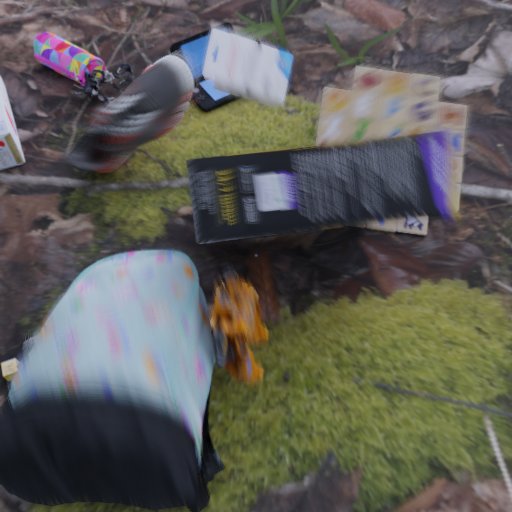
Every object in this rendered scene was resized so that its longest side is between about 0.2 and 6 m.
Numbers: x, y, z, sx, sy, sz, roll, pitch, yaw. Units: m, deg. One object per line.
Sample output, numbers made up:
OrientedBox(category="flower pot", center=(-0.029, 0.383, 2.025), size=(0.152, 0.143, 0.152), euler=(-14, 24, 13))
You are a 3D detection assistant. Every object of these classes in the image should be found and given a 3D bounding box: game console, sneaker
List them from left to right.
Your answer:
OrientedBox(category="sneaker", center=(-2.451, -2.588, 10.914), size=(1.178, 3.058, 1.252), euler=(46, 21, -7))
OrientedBox(category="game console", center=(-0.898, -4.395, 13.031), size=(1.693, 0.986, 1.489), euler=(-29, 61, -17))

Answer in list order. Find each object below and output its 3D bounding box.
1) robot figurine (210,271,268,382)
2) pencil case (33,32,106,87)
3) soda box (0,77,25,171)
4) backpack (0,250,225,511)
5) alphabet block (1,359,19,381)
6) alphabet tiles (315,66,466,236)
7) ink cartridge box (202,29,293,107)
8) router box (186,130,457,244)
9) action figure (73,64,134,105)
OrientedBox(category="robot figurine", center=(-0.221, 1.068, 8.203), size=(0.559, 1.922, 1.393), euler=(2, 60, 10))
OrientedBox(category="pencil case", center=(-4.451, -4.634, 13.313), size=(1.886, 0.834, 0.834), euler=(31, 62, 21))
OrientedBox(category="soda box", center=(-5.866, -3.137, 12.230), size=(0.888, 0.950, 2.788), euler=(-19, 59, -12))
OrientedBox(category="backpack", center=(-1.755, 1.547, 7.946), size=(2.948, 2.236, 3.532), euler=(4, 33, 6))
OrientedBox(category="alphabet block", center=(-4.093, 1.910, 9.381), size=(0.249, 0.247, 0.253), euler=(-20, 58, -10))
OrientedBox(category="alphabet tiles", center=(2.729, -2.230, 11.503), size=(3.003, 0.114, 3.609), euler=(9, 74, 4))
OrientedBox(category="ink cartridge box", center=(-0.181, -2.954, 8.862), size=(1.351, 0.458, 0.783), euler=(13, 89, -19))
OrientedBox(category="router box", center=(0.723, -0.982, 8.886), size=(3.305, 4.204, 1.098), euler=(-7, 94, -3))
OrientedBox(category="action figure", center=(-3.436, -3.946, 12.876), size=(1.373, 0.816, 0.700), euler=(-30, 57, -24))
